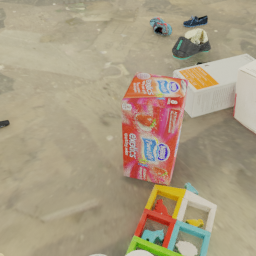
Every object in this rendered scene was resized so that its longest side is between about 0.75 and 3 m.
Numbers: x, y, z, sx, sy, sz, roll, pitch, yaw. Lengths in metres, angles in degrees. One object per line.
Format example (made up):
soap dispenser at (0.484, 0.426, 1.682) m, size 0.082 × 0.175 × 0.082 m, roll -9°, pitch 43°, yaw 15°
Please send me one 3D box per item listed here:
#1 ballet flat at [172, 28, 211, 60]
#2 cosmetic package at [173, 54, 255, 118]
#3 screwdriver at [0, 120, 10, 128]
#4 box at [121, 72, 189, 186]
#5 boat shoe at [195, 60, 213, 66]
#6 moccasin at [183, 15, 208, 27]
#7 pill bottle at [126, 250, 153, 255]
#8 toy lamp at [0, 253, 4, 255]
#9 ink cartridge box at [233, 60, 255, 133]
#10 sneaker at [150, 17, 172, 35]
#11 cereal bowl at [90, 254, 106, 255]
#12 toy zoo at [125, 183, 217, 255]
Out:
ballet flat at (2.681, -3.424, 11.153) m, size 1.050 × 1.050 × 2.874 m, roll 27°, pitch 34°, yaw 26°
cosmetic package at (3.176, -1.507, 9.606) m, size 2.958 × 1.054 × 1.501 m, roll -15°, pitch 43°, yaw -13°
screwdriver at (-4.440, 0.020, 8.678) m, size 1.483 × 0.207 × 0.216 m, roll -19°, pitch 16°, yaw -23°
box at (0.621, 0.088, 6.870) m, size 1.292 × 2.592 × 1.237 m, roll 11°, pitch 44°, yaw 11°
boat shoe at (3.307, -2.530, 11.288) m, size 1.144 × 0.356 × 0.427 m, roll 11°, pitch 46°, yaw 9°
moccasin at (3.480, -5.580, 14.480) m, size 1.369 × 0.467 × 0.551 m, roll -16°, pitch 46°, yaw -17°
pill bottle at (0.192, 2.740, 4.846) m, size 0.842 × 1.498 × 0.842 m, roll 0°, pitch 43°, yaw 0°
toy lamp at (-2.369, 2.764, 5.538) m, size 1.897 × 0.552 × 0.552 m, roll 23°, pitch 48°, yaw 23°
ink cartridge box at (4.674, -1.316, 8.518) m, size 2.677 × 1.961 × 1.108 m, roll -27°, pitch 44°, yaw -13°
sneaker at (1.475, -5.001, 13.784) m, size 0.712 × 0.591 × 1.490 m, roll -27°, pitch 49°, yaw -24°
cereal bowl at (-0.604, 2.952, 5.458) m, size 0.863 × 0.359 × 0.863 m, roll 0°, pitch 43°, yaw 0°
toy zoo at (1.070, 2.208, 6.334) m, size 1.563 × 0.244 × 2.382 m, roll 15°, pitch 45°, yaw 16°
